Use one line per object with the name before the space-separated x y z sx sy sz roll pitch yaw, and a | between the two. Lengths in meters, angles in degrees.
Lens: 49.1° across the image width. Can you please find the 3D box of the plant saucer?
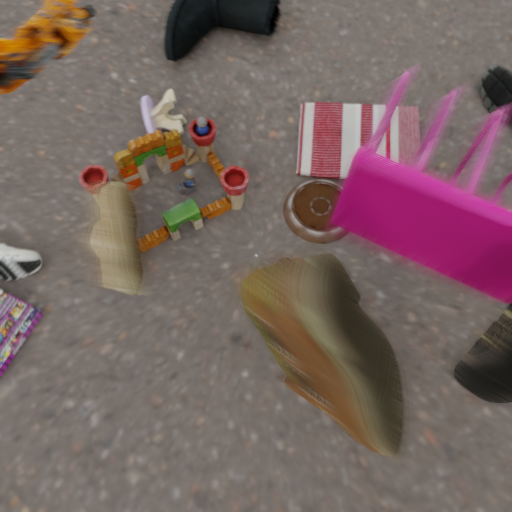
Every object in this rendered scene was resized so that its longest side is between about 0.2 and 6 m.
plant saucer | 1.201 -0.888 10.499 1.399 0.224 1.399 0 65 1

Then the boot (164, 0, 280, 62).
boot | -0.652 -5.075 12.011 2.107 0.952 2.572 13 62 7

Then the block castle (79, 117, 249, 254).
block castle | -1.636 -1.297 10.109 2.671 1.253 1.785 -27 68 -11

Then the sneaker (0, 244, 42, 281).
sneaker | -4.795 -0.043 9.872 2.018 0.758 0.818 1 57 0

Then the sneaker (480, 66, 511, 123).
sneaker | 5.444 -2.959 11.235 0.909 0.865 2.295 -17 62 -33

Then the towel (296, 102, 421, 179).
towel | 2.033 -2.243 11.095 2.388 0.272 1.720 4 68 4

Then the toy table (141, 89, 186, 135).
toy table | -1.813 -2.731 11.003 0.620 0.973 1.058 -17 87 9

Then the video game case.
video game case | -4.545 1.269 9.494 1.264 0.250 1.395 24 68 10

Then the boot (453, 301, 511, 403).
boot | 3.147 0.764 6.492 0.745 2.037 1.534 34 60 18

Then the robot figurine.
robot figurine | -2.836 -2.609 7.010 1.910 0.556 1.385 -11 44 38

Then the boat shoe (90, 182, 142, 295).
boat shoe | -2.046 -0.188 7.907 0.619 1.919 0.684 5 40 4

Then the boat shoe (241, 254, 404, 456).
boat shoe | 0.881 1.207 6.581 1.053 3.098 1.114 -9 35 31

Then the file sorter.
file sorter | 2.903 -0.982 7.963 2.937 2.041 1.842 26 71 8
